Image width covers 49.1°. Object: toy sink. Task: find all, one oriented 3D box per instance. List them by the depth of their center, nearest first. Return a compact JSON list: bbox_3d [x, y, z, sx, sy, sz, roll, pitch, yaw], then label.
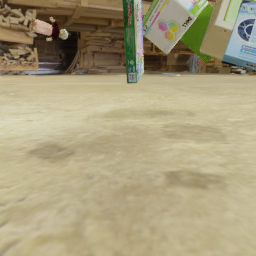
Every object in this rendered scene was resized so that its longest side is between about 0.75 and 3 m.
[{"bbox_3d":[2.933,-2.877,6.818,1.512,2.320,1.300,21,-15,4],"label":"toy sink"}]

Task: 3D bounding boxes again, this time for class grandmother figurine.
[{"bbox_3d":[-2.689,-3.416,9.747,1.342,0.814,0.406,6,14,-44],"label":"grandmother figurine"}]

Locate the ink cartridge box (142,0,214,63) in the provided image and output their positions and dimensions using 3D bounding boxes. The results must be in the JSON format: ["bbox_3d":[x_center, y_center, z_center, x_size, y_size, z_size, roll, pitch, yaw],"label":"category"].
[{"bbox_3d":[2.040,-3.443,9.808,1.082,2.855,2.110,-51,3,-27],"label":"ink cartridge box"}]

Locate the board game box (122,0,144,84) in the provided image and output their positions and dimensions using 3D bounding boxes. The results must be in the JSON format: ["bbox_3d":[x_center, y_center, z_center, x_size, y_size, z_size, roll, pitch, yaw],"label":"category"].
[{"bbox_3d":[0.209,-2.860,9.058,0.365,2.506,1.686,1,22,11],"label":"board game box"}]

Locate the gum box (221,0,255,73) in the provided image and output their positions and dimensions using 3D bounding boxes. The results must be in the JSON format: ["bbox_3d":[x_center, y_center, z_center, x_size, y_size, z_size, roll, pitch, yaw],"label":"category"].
[{"bbox_3d":[1.915,-1.274,3.991,0.869,1.022,0.228,20,-18,11],"label":"gum box"}]
